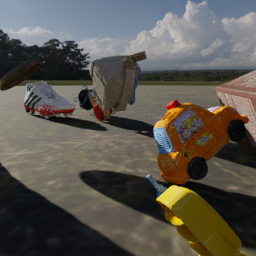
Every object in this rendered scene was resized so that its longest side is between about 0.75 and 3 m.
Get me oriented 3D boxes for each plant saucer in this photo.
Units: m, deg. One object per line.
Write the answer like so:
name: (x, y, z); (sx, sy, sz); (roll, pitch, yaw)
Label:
plant saucer: (-2.410, -1.195, 6.248); (1.086, 0.160, 1.086); (-36, 10, 7)

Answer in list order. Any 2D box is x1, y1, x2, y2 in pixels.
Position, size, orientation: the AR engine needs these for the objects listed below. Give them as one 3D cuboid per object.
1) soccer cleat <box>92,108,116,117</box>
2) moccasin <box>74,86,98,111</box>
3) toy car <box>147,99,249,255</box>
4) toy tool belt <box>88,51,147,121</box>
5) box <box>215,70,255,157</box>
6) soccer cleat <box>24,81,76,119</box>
soccer cleat: (-0.812, -0.532, 9.174); (0.915, 0.317, 0.355); (-8, 0, 25)
moccasin: (-1.404, -1.145, 9.948); (0.718, 0.847, 2.106); (27, -15, -22)
toy car: (0.760, 0.127, 2.704); (1.289, 0.875, 2.628); (-39, 4, 4)
toy tool belt: (-0.212, -1.135, 7.930); (1.430, 1.453, 2.327); (-25, -24, -22)
box: (2.137, -0.179, 4.094); (0.908, 1.214, 2.424); (-23, 9, 10)
soccer cleat: (-2.814, -1.022, 9.720); (0.964, 1.196, 2.809); (-10, 14, -43)
